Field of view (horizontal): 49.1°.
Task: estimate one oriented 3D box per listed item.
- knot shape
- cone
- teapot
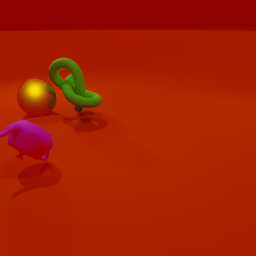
[{"bbox_3d":[-1.852,-1.447,9.462,0.961,1.947,2.080,-39,20,-7],"label":"knot shape"},{"bbox_3d":[-3.475,-1.013,10.606,1.368,1.368,1.373,-9,-3,-23],"label":"cone"},{"bbox_3d":[-2.231,0.309,6.176,0.998,1.605,0.786,16,69,30],"label":"teapot"}]
